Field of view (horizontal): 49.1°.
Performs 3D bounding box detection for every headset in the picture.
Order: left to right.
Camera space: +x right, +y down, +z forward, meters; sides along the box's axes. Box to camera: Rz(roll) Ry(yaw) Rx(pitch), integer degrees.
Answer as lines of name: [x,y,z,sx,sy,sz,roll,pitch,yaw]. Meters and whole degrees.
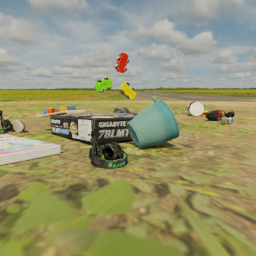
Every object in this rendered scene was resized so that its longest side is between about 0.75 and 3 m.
headset: [-4.646,-0.182,10.123,0.854,0.650,1.384,-1,18,-17]
headset: [-0.477,0.425,5.670,0.727,0.553,1.178,-4,19,-33]

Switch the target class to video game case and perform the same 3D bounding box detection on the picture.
video game case: [-3.119,0.473,6.599,2.603,0.227,1.861,6,10,40]

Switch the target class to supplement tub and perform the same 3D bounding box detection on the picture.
supplement tub: [4.165,-1.208,17.351,0.894,0.894,1.459,1,8,7]

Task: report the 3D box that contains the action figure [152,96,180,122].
action figure: [1.593,-0.808,12.034,0.417,1.524,0.900,-44,-3,-6]

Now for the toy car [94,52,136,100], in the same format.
toy car: [-0.665,-2.015,11.972,1.959,2.082,0.464,-24,21,-30]

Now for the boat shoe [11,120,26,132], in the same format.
boat shoe: [-3.964,-0.092,10.251,0.393,0.455,1.252,-10,7,-40]

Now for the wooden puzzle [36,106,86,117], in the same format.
wooden puzzle: [-2.425,-0.614,10.220,1.366,0.316,1.265,-3,4,21]

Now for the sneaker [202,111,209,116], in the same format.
sneaker: [5.010,-0.852,17.022,1.046,0.382,0.403,-4,21,22]

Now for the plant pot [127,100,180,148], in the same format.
plant pot: [0.581,-0.009,7.152,1.032,1.099,1.099,-26,14,-13]

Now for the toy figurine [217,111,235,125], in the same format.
toy figurine: [4.481,-0.434,12.547,0.696,0.612,1.161,6,9,6]

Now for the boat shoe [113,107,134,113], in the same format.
boat shoe: [-0.252,-0.978,16.857,0.583,0.552,1.666,-7,10,-43]

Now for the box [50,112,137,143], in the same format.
box: [-0.612,-0.100,9.220,2.967,0.737,2.945,-4,8,-36]

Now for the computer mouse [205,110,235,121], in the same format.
computer mouse: [4.939,-0.597,14.749,2.785,0.474,0.816,-1,-16,-45]
